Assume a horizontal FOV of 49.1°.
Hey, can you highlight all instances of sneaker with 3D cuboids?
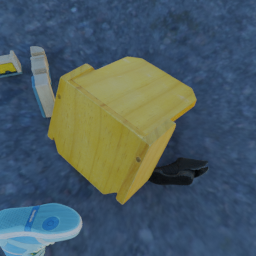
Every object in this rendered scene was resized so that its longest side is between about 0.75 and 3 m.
[{"bbox_3d":[1.290,1.118,7.452,1.575,0.473,0.821,1,31,26],"label":"sneaker"},{"bbox_3d":[-1.997,2.573,6.552,2.228,1.455,0.886,-4,30,14],"label":"sneaker"}]

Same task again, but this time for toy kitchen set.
[{"bbox_3d":[-3.146,-1.309,8.408,1.662,1.222,2.074,-13,48,-9],"label":"toy kitchen set"}]

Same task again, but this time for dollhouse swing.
[{"bbox_3d":[-0.089,-0.204,7.752,2.980,2.709,2.620,36,33,23],"label":"dollhouse swing"}]
